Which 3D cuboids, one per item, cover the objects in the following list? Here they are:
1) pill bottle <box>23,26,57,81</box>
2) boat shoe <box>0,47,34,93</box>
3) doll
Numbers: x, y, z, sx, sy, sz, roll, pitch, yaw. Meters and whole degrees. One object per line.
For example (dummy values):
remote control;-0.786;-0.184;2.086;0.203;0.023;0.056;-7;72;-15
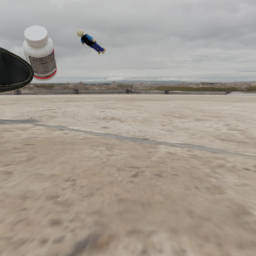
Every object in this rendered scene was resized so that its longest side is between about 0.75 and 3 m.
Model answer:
pill bottle;-3.184;-2.684;10.145;1.043;1.043;1.884;-1;-32;-8
boat shoe;-3.075;-1.279;5.479;0.966;1.088;2.912;10;-1;43
doll;-1.585;-3.564;11.619;0.958;0.340;1.404;10;-15;44
